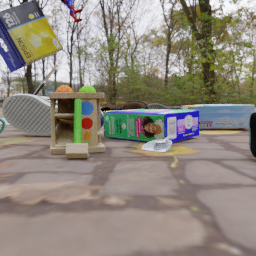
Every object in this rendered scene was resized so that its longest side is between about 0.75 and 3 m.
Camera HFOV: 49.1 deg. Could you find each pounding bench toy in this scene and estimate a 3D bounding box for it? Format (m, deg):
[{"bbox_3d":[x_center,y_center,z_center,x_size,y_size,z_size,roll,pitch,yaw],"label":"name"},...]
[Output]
[{"bbox_3d":[-0.968,-0.177,5.341,1.017,1.277,1.637,-1,6,-14],"label":"pounding bench toy"}]

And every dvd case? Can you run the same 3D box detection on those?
[{"bbox_3d":[-3.528,-1.953,11.804,1.119,0.120,1.504,-38,26,35],"label":"dvd case"}]

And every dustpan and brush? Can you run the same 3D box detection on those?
[{"bbox_3d":[0.725,0.306,5.798,0.580,0.238,0.831,4,7,36],"label":"dustpan and brush"}]

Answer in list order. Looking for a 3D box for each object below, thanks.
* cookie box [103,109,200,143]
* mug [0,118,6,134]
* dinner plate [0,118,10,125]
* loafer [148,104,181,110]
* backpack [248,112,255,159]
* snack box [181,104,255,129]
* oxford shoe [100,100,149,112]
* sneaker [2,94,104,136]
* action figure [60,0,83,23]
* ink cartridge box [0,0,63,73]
[{"bbox_3d":[0.615,-0.112,7.440,1.988,0.747,1.700,4,8,40],"label":"cookie box"},{"bbox_3d":[-3.406,0.053,6.220,1.062,0.657,0.873,3,6,7],"label":"mug"},{"bbox_3d":[-4.629,-0.363,12.754,2.705,0.328,2.705,2,6,0],"label":"dinner plate"},{"bbox_3d":[1.832,-0.786,14.987,2.342,0.881,0.816,5,-6,-20],"label":"loafer"},{"bbox_3d":[2.332,0.137,4.485,0.743,0.837,0.630,2,2,34],"label":"backpack"},{"bbox_3d":[3.228,-0.467,10.555,2.186,0.877,2.592,-1,6,6],"label":"snack box"},{"bbox_3d":[-0.313,-0.748,13.899,2.703,0.982,1.141,-8,8,22],"label":"oxford shoe"},{"bbox_3d":[-2.066,-0.328,8.015,2.890,1.133,1.147,12,12,11],"label":"sneaker"},{"bbox_3d":[-1.835,-3.927,8.682,0.412,1.593,0.521,-26,-26,-18],"label":"action figure"},{"bbox_3d":[-3.451,-3.071,9.260,1.894,1.872,0.445,-31,4,-22],"label":"ink cartridge box"}]
